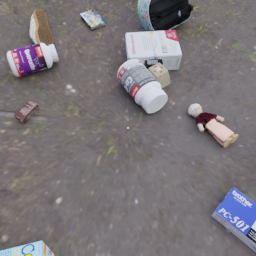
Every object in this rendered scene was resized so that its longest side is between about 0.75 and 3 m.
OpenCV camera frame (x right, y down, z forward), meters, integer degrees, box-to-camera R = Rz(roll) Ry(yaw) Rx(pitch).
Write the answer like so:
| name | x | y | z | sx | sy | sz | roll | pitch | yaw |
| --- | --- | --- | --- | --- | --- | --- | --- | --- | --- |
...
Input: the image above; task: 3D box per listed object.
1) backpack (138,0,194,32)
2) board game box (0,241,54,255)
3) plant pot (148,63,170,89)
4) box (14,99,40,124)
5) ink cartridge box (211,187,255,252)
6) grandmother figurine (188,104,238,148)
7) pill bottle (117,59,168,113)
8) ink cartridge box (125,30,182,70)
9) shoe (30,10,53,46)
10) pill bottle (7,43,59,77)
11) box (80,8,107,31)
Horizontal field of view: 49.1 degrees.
| name | x | y | z | sx | sy | sz | roll | pitch | yaw |
| --- | --- | --- | --- | --- | --- | --- | --- | --- | --- |
| backpack | 1.469 | -5.214 | 12.166 | 2.185 | 1.939 | 1.645 | -38 | 42 | -17 |
| board game box | -3.113 | 3.817 | 6.677 | 2.516 | 1.296 | 1.319 | -12 | 52 | -7 |
| plant pot | 1.142 | -2.022 | 10.822 | 0.788 | 0.698 | 0.788 | -30 | 63 | -18 |
| box | -3.655 | -0.589 | 10.141 | 0.421 | 0.315 | 0.842 | 28 | 60 | 17 |
| ink cartridge box | 3.573 | 2.784 | 7.877 | 2.173 | 0.480 | 1.021 | 38 | 64 | 21 |
| grandmother figurine | 2.829 | -0.157 | 9.751 | 1.173 | 0.586 | 1.935 | -16 | 52 | -39 |
| pill bottle | 0.517 | -1.526 | 10.263 | 1.099 | 1.099 | 1.930 | -26 | 61 | -16 |
| ink cartridge box | 0.981 | -3.142 | 11.428 | 2.086 | 0.864 | 1.520 | -4 | 58 | -3 |
| shoe | -3.838 | -4.135 | 12.263 | 0.648 | 0.849 | 2.428 | -35 | 55 | 30 |
| pill bottle | -3.732 | -2.739 | 11.080 | 1.815 | 1.020 | 1.020 | -20 | 60 | -12 |
| box | -1.613 | -5.045 | 13.031 | 0.791 | 0.218 | 1.158 | -27 | 61 | -16 |
